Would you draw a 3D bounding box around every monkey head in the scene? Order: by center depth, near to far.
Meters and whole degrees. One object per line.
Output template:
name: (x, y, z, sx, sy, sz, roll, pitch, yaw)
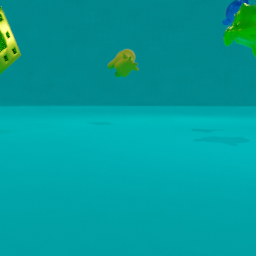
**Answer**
monkey head: (2.699, -2.149, 6.157, 0.933, 1.548, 1.114, 26, 55, 34)
monkey head: (3.404, -3.504, 8.550, 0.671, 0.801, 1.114, -40, -2, -16)

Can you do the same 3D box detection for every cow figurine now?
cow figurine: (-0.080, -2.582, 10.912, 1.579, 0.881, 1.604, -19, 33, 49)

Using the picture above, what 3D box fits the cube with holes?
cube with holes: (-3.834, -2.127, 7.074, 1.324, 1.324, 1.324, 0, 39, 14)
